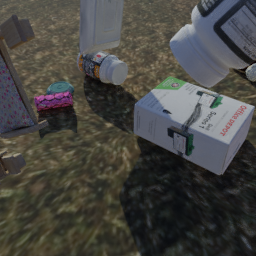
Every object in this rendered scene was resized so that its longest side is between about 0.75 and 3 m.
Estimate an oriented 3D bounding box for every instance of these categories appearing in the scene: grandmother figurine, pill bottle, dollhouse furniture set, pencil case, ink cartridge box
[{"bbox_3d":[4.156,-2.303,9.634,1.252,0.625,2.064,-19,38,21],"label":"grandmother figurine"},{"bbox_3d":[2.254,-2.164,5.272,1.604,2.817,1.604,30,39,-27],"label":"pill bottle"},{"bbox_3d":[-0.814,-1.969,8.938,1.559,0.907,0.907,29,48,32],"label":"pill bottle"},{"bbox_3d":[-1.857,-0.007,3.500,2.239,1.909,1.093,-10,17,42],"label":"dollhouse furniture set"},{"bbox_3d":[-2.072,-0.743,7.848,1.034,0.469,0.485,-13,7,-12],"label":"pencil case"},{"bbox_3d":[1.564,-0.171,6.740,2.336,0.985,1.706,25,46,27],"label":"ink cartridge box"}]

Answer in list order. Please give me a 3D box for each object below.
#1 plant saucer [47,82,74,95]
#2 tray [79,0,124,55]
[{"bbox_3d":[-2.092,-1.217,8.636,0.850,0.153,0.850,0,40,0],"label":"plant saucer"},{"bbox_3d":[-0.538,-3.450,7.282,0.332,2.997,1.609,29,38,29],"label":"tray"}]
